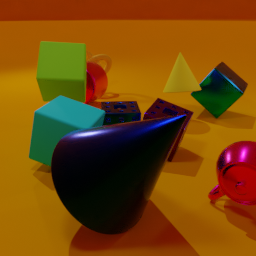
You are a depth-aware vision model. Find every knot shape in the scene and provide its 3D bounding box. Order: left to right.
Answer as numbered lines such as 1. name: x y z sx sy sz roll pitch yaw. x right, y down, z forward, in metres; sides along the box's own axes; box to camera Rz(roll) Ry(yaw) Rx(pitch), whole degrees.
1. knot shape: -1.250 -2.079 9.980 1.361 1.273 0.629 18 -8 -30

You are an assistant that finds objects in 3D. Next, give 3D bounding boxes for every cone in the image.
1. cone: 0.143 0.295 3.676 1.668 1.674 1.668 29 40 -27
2. cone: 1.401 -1.484 7.395 1.008 1.012 1.008 -5 10 1

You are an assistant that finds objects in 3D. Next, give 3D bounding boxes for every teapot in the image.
1. teapot: 1.771 0.680 4.073 0.974 1.567 0.767 50 41 6

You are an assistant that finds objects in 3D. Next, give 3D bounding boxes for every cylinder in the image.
1. cylinder: -1.425 -1.395 8.773 1.298 1.298 1.298 5 17 12

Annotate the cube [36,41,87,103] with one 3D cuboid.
1. cube: -1.587 -1.349 6.926 1.074 1.074 1.074 1 66 -7

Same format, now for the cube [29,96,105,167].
1. cube: -1.166 0.117 5.459 1.025 1.025 1.025 19 26 6

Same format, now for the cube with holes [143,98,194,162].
1. cube with holes: 0.763 0.015 5.871 0.825 0.825 0.825 24 35 13

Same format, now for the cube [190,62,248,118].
1. cube: 2.628 -1.104 8.042 1.035 1.035 1.035 44 36 6

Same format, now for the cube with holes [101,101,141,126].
1. cube with holes: -0.181 -0.085 6.441 0.848 0.848 0.848 -1 23 -5
